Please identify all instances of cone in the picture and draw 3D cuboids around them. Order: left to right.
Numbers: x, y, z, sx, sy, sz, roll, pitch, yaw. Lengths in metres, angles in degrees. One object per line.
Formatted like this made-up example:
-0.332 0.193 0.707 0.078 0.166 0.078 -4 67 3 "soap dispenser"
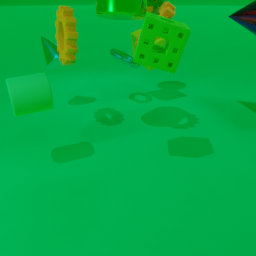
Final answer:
-2.617 -2.655 9.388 1.035 1.039 1.035 -35 4 3 "cone"
3.492 -3.109 7.797 1.557 1.557 1.563 -20 29 -35 "cone"

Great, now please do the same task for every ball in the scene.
0.651 -4.527 9.735 1.249 1.249 1.249 0 26 0 "ball"

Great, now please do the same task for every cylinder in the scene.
-2.075 -0.709 5.932 0.800 0.800 0.800 -14 30 -21 "cylinder"
-0.143 -3.221 6.524 1.208 1.208 1.208 2 15 -1 "cylinder"

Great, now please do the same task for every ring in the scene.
-0.105 -2.410 9.730 1.178 0.236 1.178 25 21 -10 "ring"

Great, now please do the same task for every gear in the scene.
-1.619 -2.395 7.320 0.264 1.430 1.430 -7 27 -23 "gear"
0.646 -2.462 6.814 0.229 1.236 1.236 32 18 -20 "gear"

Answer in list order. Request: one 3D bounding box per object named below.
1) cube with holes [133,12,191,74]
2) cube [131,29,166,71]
0.621 -1.649 5.370 0.815 0.815 0.815 16 28 -4 "cube with holes"
0.856 -2.851 9.830 1.047 1.047 1.047 -29 52 -17 "cube"
